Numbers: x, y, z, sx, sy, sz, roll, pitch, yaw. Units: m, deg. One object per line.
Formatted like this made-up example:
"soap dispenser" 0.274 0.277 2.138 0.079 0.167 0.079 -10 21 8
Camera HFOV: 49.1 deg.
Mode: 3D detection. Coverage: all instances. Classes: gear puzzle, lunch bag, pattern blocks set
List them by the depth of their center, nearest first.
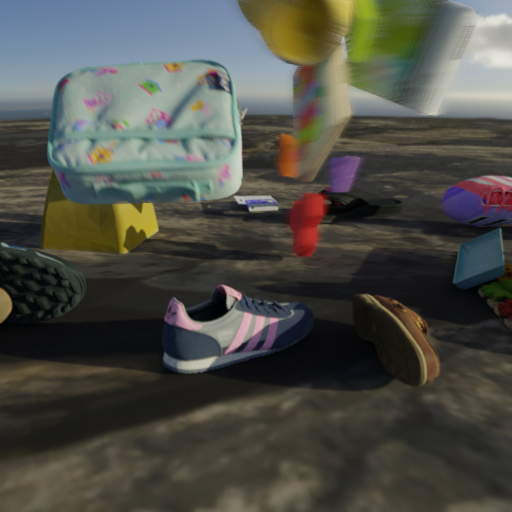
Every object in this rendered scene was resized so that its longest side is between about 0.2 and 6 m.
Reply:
"gear puzzle" 3.993 0.574 7.745 1.513 0.382 2.920 1 18 3
"lunch bag" -1.564 -1.843 8.437 2.889 1.114 2.317 -4 54 -3
"pattern blocks set" 1.033 -2.707 9.796 0.365 3.961 4.506 6 53 -14

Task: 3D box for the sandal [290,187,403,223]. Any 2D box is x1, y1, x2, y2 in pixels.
"sandal" 2.070 -1.260 12.973 2.884 0.690 1.084 -8 19 -23

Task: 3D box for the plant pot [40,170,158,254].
"plant pot" -3.087 -1.076 11.000 1.764 1.556 1.764 3 18 11

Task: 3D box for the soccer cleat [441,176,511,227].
"soccer cleat" 5.589 -1.036 11.495 3.355 1.119 1.283 9 5 12

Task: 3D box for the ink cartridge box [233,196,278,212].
"ink cartridge box" -0.033 -1.307 13.901 0.982 0.213 0.972 -1 17 -10

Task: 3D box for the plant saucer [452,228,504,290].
"plant saucer" 3.718 0.035 9.267 0.785 0.213 2.246 -26 6 27

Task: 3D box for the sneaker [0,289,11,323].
"sneaker" -4.139 0.782 6.771 2.058 0.690 0.924 1 25 6

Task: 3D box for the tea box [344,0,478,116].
"tea box" 2.640 -3.576 9.769 1.718 1.747 1.167 27 22 19

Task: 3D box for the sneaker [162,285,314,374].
"sneaker" -0.127 0.712 6.564 2.051 0.841 0.719 -13 22 -35

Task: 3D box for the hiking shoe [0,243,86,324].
"hiking shoe" -3.635 0.200 7.752 2.931 1.090 1.271 3 19 10

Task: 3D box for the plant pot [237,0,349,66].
"plant pot" 0.395 -2.471 5.379 1.177 1.177 1.108 -2 54 -5

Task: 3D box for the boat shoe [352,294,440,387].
"boat shoe" 1.662 0.861 6.400 0.624 0.665 1.848 -5 16 -8
